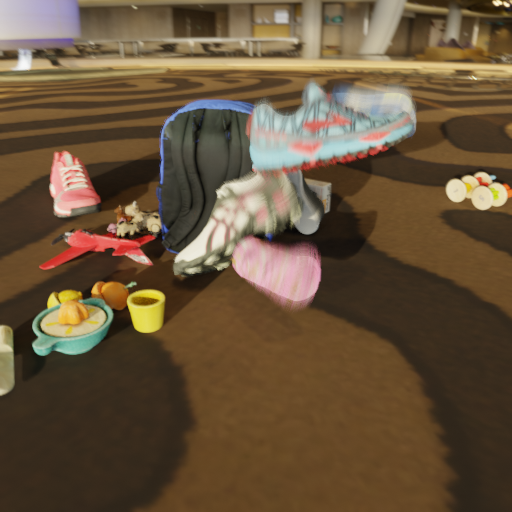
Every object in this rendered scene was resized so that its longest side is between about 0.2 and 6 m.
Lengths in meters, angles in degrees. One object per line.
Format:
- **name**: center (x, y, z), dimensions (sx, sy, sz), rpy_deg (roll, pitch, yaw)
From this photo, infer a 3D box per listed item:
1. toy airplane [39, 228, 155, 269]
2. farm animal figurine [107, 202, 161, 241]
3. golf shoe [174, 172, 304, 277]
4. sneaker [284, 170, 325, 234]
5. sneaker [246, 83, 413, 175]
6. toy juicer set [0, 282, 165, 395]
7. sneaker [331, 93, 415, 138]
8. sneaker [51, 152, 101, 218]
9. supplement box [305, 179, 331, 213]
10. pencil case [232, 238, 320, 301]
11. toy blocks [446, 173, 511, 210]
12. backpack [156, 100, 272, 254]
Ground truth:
- **toy airplane**: center (-3.072, -0.221, 11.190), dimensions (2.411, 0.443, 2.411), rpy_deg (0, 23, 0)
- **farm animal figurine**: center (-2.491, -0.769, 11.887), dimensions (1.261, 0.665, 1.275), rpy_deg (7, 22, -19)
- **golf shoe**: center (-0.451, -0.589, 10.122), dimensions (2.654, 1.169, 1.024), rpy_deg (-33, -14, 5)
- **sneaker**: center (0.915, -1.473, 12.528), dimensions (0.701, 1.984, 0.984), rpy_deg (-23, 3, 21)
- **sneaker**: center (1.256, -2.235, 9.287), dimensions (2.878, 1.375, 1.141), rpy_deg (-13, 7, -12)
- **toy juicer set**: center (-2.866, 0.900, 8.352), dimensions (2.718, 0.740, 1.729), rpy_deg (-21, 32, -38)
- **sneaker**: center (1.921, -2.519, 10.513), dimensions (2.274, 0.841, 0.935), rpy_deg (-8, 46, -2)
- **sneaker**: center (-4.587, -1.809, 13.739), dimensions (1.056, 1.243, 2.866), rpy_deg (-13, 28, -26)
- **supplement box**: center (1.216, -1.482, 13.657), dimensions (1.139, 0.717, 0.419), rpy_deg (16, 27, 30)
- **pencil case**: center (0.297, 0.189, 8.804), dimensions (0.749, 0.717, 1.732), rpy_deg (-47, 27, -11)
- **toy blocks**: center (5.914, -1.702, 14.302), dimensions (1.619, 0.588, 1.349), rpy_deg (-16, 28, -32)
- **backpack**: center (-0.801, -1.726, 11.483), dimensions (2.382, 2.931, 2.460), rpy_deg (0, 24, 2)
